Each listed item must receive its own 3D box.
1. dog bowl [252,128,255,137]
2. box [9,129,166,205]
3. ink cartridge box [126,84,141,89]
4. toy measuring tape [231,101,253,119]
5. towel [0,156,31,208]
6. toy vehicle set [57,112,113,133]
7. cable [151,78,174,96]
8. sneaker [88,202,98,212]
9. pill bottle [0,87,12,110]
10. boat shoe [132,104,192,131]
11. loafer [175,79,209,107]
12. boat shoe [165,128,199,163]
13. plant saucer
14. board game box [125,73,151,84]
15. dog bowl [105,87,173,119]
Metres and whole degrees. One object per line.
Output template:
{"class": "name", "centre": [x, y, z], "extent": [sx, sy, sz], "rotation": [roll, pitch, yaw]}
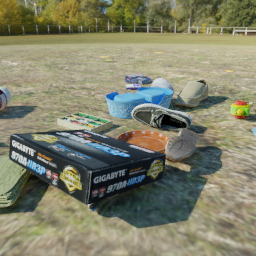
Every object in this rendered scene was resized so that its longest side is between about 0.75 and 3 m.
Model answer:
{"class": "dog bowl", "centre": [4.531, 0.134, 7.724], "extent": [2.137, 0.530, 1.191], "rotation": [-4, -14, -12]}
{"class": "box", "centre": [-0.920, 0.641, 6.122], "extent": [2.759, 0.635, 2.193], "rotation": [15, 13, 40]}
{"class": "ink cartridge box", "centre": [0.281, -2.200, 15.015], "extent": [0.780, 0.171, 0.788], "rotation": [-1, 19, -2]}
{"class": "toy measuring tape", "centre": [4.315, -0.771, 10.663], "extent": [0.691, 0.691, 1.878], "rotation": [11, 19, 27]}
{"class": "towel", "centre": [-2.872, 1.121, 5.999], "extent": [1.446, 0.356, 1.949], "rotation": [-1, 21, -2]}
{"class": "toy vehicle set", "centre": [-1.487, -0.181, 9.627], "extent": [1.664, 0.221, 1.034], "rotation": [15, 26, 35]}
{"class": "cable", "centre": [1.522, -1.699, 12.452], "extent": [1.080, 1.080, 0.374], "rotation": [2, 45, 52]}
{"class": "sneaker", "centre": [-0.763, 1.295, 5.457], "extent": [0.430, 0.372, 0.992], "rotation": [13, 12, -6]}
{"class": "pill bottle", "centre": [-5.307, -1.047, 10.902], "extent": [0.928, 0.928, 1.626], "rotation": [3, 21, 7]}
{"class": "boat shoe", "centre": [1.051, -0.336, 9.319], "extent": [2.066, 0.730, 0.658], "rotation": [9, 21, 19]}
{"class": "loafer", "centre": [2.824, -1.577, 12.326], "extent": [1.008, 0.909, 2.663], "rotation": [12, 24, 29]}
{"class": "boat shoe", "centre": [1.341, 0.562, 7.096], "extent": [0.676, 0.640, 1.784], "rotation": [31, 26, 19]}
{"class": "plant saucer", "centre": [0.438, 0.442, 7.948], "extent": [1.568, 0.253, 1.568], "rotation": [1, 21, 0]}
{"class": "board game box", "centre": [0.698, -2.953, 16.697], "extent": [1.271, 0.392, 1.270], "rotation": [13, 25, 31]}
{"class": "dog bowl", "centre": [0.484, -1.030, 11.160], "extent": [2.942, 0.729, 1.640], "rotation": [-14, 25, -35]}
